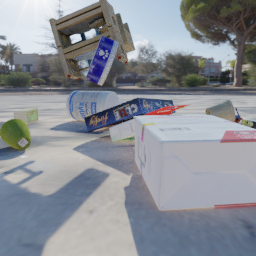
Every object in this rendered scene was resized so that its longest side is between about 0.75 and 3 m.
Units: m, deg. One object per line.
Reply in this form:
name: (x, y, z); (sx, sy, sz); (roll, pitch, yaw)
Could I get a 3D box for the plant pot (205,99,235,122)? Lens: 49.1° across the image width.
plant pot: (3.833, -0.600, 11.812); (0.949, 1.037, 1.037); (-12, 9, -2)

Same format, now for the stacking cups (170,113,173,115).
stacking cups: (1.700, -1.217, 16.144); (0.763, 0.763, 2.521); (-6, 10, -33)

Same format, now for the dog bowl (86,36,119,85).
dog bowl: (-0.670, -1.712, 7.146); (0.461, 1.169, 1.169); (20, 5, -12)

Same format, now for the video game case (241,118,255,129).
video game case: (5.469, -0.136, 10.483); (1.734, 0.310, 1.572); (-4, 11, -24)

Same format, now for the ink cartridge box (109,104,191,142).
ink cartridge box: (0.689, -0.156, 8.109); (1.996, 0.500, 1.606); (-17, -3, 36)

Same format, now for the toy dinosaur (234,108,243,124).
toy dinosaur: (4.662, -0.314, 12.051); (1.029, 0.595, 1.134); (11, 42, -31)

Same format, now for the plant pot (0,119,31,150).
plant pot: (-2.799, 0.236, 7.154); (0.729, 0.729, 0.779); (-6, 26, -36)

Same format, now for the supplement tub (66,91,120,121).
supplement tub: (-1.574, -0.984, 12.584); (2.104, 1.388, 1.388); (4, 9, 29)

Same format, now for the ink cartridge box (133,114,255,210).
ink cartridge box: (1.050, 0.361, 5.006); (1.689, 0.979, 2.900); (-1, 10, -6)

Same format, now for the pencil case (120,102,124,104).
pencil case: (-0.086, -1.035, 15.235); (0.695, 0.682, 1.625); (0, 8, -20)

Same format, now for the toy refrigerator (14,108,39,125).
toy refrigerator: (-4.332, -0.514, 12.082); (0.552, 0.598, 1.576); (0, 8, 1)

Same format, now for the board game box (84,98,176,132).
board game box: (0.196, -0.429, 9.164); (1.924, 0.491, 2.840); (-18, -5, 28)

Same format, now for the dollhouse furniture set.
dollhouse furniture set: (-0.974, -2.815, 9.801); (1.937, 1.926, 2.749); (-16, -1, 15)
